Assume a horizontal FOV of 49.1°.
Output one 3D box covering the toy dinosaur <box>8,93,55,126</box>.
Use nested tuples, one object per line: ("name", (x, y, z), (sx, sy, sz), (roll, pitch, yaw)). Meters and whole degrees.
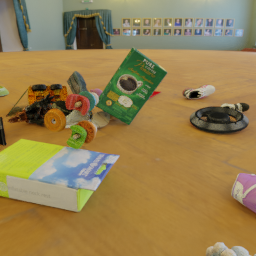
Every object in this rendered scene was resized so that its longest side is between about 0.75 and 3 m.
("toy dinosaur", (-3.678, -0.520, 11.256), (1.638, 1.233, 2.414), (-6, 33, 30))

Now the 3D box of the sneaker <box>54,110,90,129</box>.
("sneaker", (-2.211, -0.411, 11.037), (1.491, 0.686, 0.564), (-11, 22, -27))

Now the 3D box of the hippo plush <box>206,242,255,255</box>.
("hippo plush", (1.696, 2.059, 4.281), (0.681, 0.674, 0.847), (-11, 22, -25))

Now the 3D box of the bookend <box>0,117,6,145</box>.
("bookend", (-4.923, 0.180, 9.499), (1.368, 0.630, 1.360), (-9, 22, -23))

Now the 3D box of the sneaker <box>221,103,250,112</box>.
("sneaker", (4.817, -0.865, 12.677), (1.254, 0.464, 0.555), (-1, 17, 27))

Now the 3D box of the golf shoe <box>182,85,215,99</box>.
("golf shoe", (3.938, -1.873, 15.189), (1.824, 0.662, 0.840), (-13, 26, -9))

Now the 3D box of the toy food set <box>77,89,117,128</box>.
("toy food set", (-1.183, -0.868, 11.543), (1.712, 0.424, 2.694), (51, 40, 6))

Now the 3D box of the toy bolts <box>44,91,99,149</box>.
("toy bolts", (-1.360, -0.385, 7.528), (1.367, 1.431, 0.993), (27, 24, 13))

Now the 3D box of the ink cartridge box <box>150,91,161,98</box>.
("ink cartridge box", (0.606, -2.416, 16.072), (2.097, 1.001, 2.388), (10, 22, 24))

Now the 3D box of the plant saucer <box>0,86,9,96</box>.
("plant saucer", (-8.117, -2.170, 16.001), (2.435, 0.378, 2.435), (3, 16, -1))

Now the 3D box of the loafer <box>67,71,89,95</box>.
("loafer", (-1.837, -1.302, 10.621), (0.718, 0.628, 1.997), (34, 26, -50))

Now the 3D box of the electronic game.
("electronic game", (3.589, -0.336, 11.120), (2.235, 0.465, 2.235), (-3, 25, 2))

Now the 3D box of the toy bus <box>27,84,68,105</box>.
("toy bus", (-3.901, -1.431, 13.425), (1.803, 1.223, 1.731), (-6, 5, -23))

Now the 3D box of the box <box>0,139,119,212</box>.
("box", (-1.856, 1.066, 6.850), (2.926, 0.697, 1.784), (8, 22, 14))

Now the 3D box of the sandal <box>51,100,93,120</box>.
("sandal", (-2.398, -0.616, 11.860), (1.849, 0.528, 0.734), (17, 66, 4))

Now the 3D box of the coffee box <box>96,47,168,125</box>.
("coffee box", (0.110, -1.547, 10.716), (1.606, 2.611, 0.574), (29, 19, -19))

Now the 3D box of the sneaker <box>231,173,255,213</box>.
("sneaker", (3.281, 1.231, 6.474), (2.116, 0.767, 1.207), (-12, 20, -31))

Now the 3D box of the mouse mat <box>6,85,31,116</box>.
("mouse mat", (-5.005, -1.280, 12.872), (0.065, 1.382, 1.717), (38, 11, -19))
